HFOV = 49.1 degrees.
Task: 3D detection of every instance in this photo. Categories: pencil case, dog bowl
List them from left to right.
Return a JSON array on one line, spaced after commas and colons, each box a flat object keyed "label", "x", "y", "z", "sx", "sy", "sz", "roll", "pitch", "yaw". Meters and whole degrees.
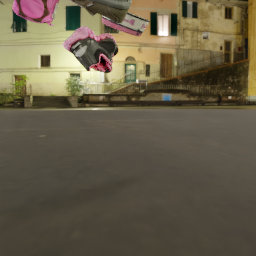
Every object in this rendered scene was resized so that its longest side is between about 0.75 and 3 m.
[{"label": "pencil case", "x": -1.869, "y": -3.546, "z": 6.455, "sx": 1.028, "sy": 2.194, "sz": 0.996, "roll": 32, "pitch": 31, "yaw": 3}, {"label": "dog bowl", "x": -0.154, "y": -4.142, "z": 10.810, "sx": 1.909, "sy": 0.704, "sz": 1.909, "roll": 19, "pitch": 21, "yaw": -8}]

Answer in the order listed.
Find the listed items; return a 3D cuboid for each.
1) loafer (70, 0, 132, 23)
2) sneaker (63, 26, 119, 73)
[{"label": "loafer", "x": -1.019, "y": -3.365, "z": 7.435, "sx": 2.309, "sy": 0.804, "sz": 0.868, "roll": 27, "pitch": 53, "yaw": 14}, {"label": "sneaker", "x": -0.922, "y": -2.348, "z": 9.196, "sx": 1.151, "sy": 1.389, "sz": 2.913, "roll": -38, "pitch": -3, "yaw": 23}]
